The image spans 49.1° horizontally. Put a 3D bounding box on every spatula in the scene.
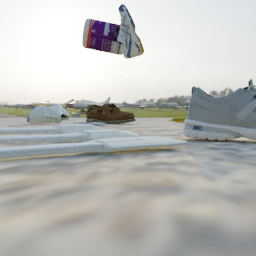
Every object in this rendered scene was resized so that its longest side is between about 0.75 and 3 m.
[{"bbox_3d":[-1.059,0.158,3.251,2.909,0.234,2.023,-3,9,-32],"label":"spatula"}]

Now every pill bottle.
[{"bbox_3d":[-0.776,-3.757,11.684,2.180,1.226,1.226,9,1,-7],"label":"pill bottle"}]

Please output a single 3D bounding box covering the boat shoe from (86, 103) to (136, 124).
[{"bbox_3d":[-0.923,-0.697,13.031,2.874,0.977,1.034,2,3,36],"label":"boat shoe"}]

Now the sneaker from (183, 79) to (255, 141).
[{"bbox_3d":[1.907,-0.263,4.000,2.233,0.916,0.834,1,3,18],"label":"sneaker"}]

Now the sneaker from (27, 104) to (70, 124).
[{"bbox_3d":[-3.431,-0.544,12.295,0.865,0.759,2.158,34,29,21],"label":"sneaker"}]

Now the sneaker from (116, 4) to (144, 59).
[{"bbox_3d":[-0.088,-2.933,8.574,0.725,1.644,0.619,-19,0,14],"label":"sneaker"}]

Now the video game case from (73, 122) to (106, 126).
[{"bbox_3d":[-1.433,-0.138,10.298,0.958,0.121,1.051,-1,4,-24],"label":"video game case"}]

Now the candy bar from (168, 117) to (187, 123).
[{"bbox_3d":[3.427,-0.418,14.394,2.782,0.308,0.694,2,7,34],"label":"candy bar"}]
